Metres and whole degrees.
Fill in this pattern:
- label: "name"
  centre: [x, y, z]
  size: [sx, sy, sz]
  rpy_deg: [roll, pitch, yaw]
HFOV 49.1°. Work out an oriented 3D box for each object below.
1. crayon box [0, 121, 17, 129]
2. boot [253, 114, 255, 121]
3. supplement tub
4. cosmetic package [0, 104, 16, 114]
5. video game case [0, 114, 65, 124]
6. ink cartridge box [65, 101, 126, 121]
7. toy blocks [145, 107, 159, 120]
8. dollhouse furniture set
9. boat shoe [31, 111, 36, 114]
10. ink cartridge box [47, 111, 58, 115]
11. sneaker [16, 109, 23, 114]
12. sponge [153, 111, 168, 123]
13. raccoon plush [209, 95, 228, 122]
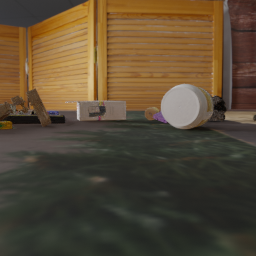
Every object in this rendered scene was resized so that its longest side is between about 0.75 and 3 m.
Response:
- label: "crayon box"
  centre: [-3.802, -0.080, 8.253]
  size: [0.849, 0.219, 0.534]
  rpy_deg: [-4, 6, -43]
- label: "boot"
  centre: [6.079, -0.483, 11.778]
  size: [1.111, 0.443, 1.222]
  rpy_deg: [-17, 4, -22]
- label: "supplement tub"
  centre: [1.801, -0.638, 8.406]
  size: [1.297, 1.297, 1.797]
  rpy_deg: [2, 5, 26]
- label: "cosmetic package"
  centre: [-6.290, -0.771, 13.259]
  size: [2.110, 0.771, 1.092]
  rpy_deg: [3, 6, 43]
- label: "video game case"
  centre: [-3.849, -0.386, 11.495]
  size: [2.448, 0.312, 2.212]
  rpy_deg: [0, 4, -14]
- label: "ink cartridge box"
  centre: [-1.515, -0.796, 12.797]
  size: [2.613, 0.879, 1.530]
  rpy_deg: [-1, 5, -13]
- label: "toy blocks"
  centre: [1.691, -0.700, 13.447]
  size: [1.370, 0.597, 1.644]
  rpy_deg: [3, 5, 22]
- label: "dollhouse furniture set"
  centre: [-3.812, -0.201, 8.863]
  size: [2.441, 1.192, 2.082]
  rpy_deg: [-26, 12, -16]
- label: "boat shoe"
  centre: [-4.831, -0.738, 14.590]
  size: [0.422, 0.510, 1.419]
  rpy_deg: [1, 9, -31]
- label: "ink cartridge box"
  centre: [-4.018, -0.683, 14.498]
  size: [0.724, 0.405, 1.062]
  rpy_deg: [-2, 7, -24]
- label: "sneaker"
  centre: [-6.182, -0.804, 15.286]
  size: [1.210, 0.497, 0.471]
  rpy_deg: [1, 5, 21]
- label: "sponge"
  centre: [1.518, -0.487, 11.275]
  size: [0.620, 0.166, 1.112]
  rpy_deg: [22, 26, 25]
- label: "raccoon plush"
  centre: [3.241, -0.792, 12.366]
  size: [2.319, 1.122, 1.554]
  rpy_deg: [-1, -3, -2]
